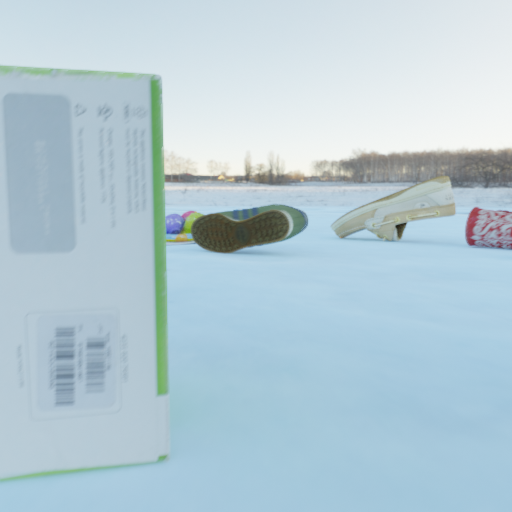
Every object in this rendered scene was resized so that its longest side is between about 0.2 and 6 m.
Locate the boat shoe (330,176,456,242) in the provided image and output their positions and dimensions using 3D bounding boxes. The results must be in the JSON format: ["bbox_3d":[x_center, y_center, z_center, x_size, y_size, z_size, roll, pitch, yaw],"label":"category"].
[{"bbox_3d":[2.955,-0.795,12.272,2.895,1.001,1.067,-22,-3,40],"label":"boat shoe"}]

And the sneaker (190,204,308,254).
[{"bbox_3d":[-0.055,-0.488,9.862,2.173,0.729,0.976,-4,7,38],"label":"sneaker"}]

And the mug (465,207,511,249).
[{"bbox_3d":[4.714,-0.586,10.615,1.149,1.020,0.766,13,-25,42],"label":"mug"}]

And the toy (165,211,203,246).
[{"bbox_3d":[-1.300,-0.666,12.496,2.873,0.678,1.654,-4,7,-30],"label":"toy"}]

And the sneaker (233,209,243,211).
[{"bbox_3d":[-0.123,-1.037,16.258,1.785,0.642,0.647,-6,19,-19],"label":"sneaker"}]

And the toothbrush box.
[{"bbox_3d":[-0.988,-0.028,2.917,0.881,1.490,2.046,-2,7,-16],"label":"toothbrush box"}]
